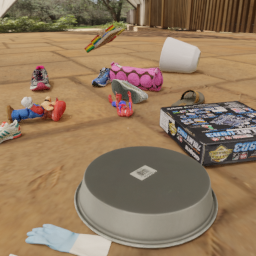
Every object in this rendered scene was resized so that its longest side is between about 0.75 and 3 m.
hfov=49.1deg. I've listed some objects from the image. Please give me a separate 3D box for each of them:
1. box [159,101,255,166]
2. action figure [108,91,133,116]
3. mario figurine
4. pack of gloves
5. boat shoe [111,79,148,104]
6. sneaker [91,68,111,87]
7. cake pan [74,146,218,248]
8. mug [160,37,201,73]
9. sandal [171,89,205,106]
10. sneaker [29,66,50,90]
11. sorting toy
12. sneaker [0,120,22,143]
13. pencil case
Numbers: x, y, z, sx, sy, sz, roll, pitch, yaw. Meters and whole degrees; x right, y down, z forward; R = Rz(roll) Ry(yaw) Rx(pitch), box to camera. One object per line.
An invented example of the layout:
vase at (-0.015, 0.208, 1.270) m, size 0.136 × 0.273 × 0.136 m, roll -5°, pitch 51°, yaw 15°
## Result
box at (2.791, 0.011, 8.216) m, size 2.958 × 0.735 × 2.936 m, roll -6°, pitch 25°, yaw -14°
action figure at (-0.265, -1.088, 10.495) m, size 0.670 × 1.016 × 2.053 m, roll -7°, pitch 27°, yaw -15°
mario figurine at (-3.105, -0.730, 9.592) m, size 1.927 × 1.021 × 1.190 m, roll -9°, pitch 24°, yaw -16°
pack of gloves at (-1.122, 1.935, 4.330) m, size 1.489 × 0.294 × 1.251 m, roll 6°, pitch 25°, yaw 13°
boat shoe at (-0.001, -1.583, 11.972) m, size 0.637 × 0.732 × 1.985 m, roll -12°, pitch 29°, yaw -39°
sneaker at (-1.305, -2.611, 14.140) m, size 0.720 × 0.818 × 1.834 m, roll 8°, pitch 27°, yaw 19°
cake pan at (0.361, 1.153, 5.766) m, size 2.924 × 0.536 × 2.924 m, roll 0°, pitch 23°, yaw 0°
mug at (3.226, -4.260, 16.702) m, size 2.051 × 2.001 × 2.499 m, roll 16°, pitch 33°, yaw 16°
sandal at (2.396, -1.187, 11.112) m, size 0.914 × 0.611 × 2.237 m, roll 17°, pitch 29°, yaw 35°
sneaker at (-4.318, -2.399, 13.593) m, size 0.941 × 0.871 × 2.333 m, roll -7°, pitch 25°, yaw -16°
sorting toy at (-0.799, -3.331, 10.103) m, size 0.978 × 0.343 × 2.029 m, roll -30°, pitch 10°, yaw 36°
sneaker at (-3.714, 0.113, 8.176) m, size 0.425 × 0.565 × 1.208 m, roll 19°, pitch 29°, yaw 36°
pencil case at (0.368, -2.491, 13.358) m, size 2.588 × 1.212 × 1.174 m, roll 12°, pitch 42°, yaw 26°
